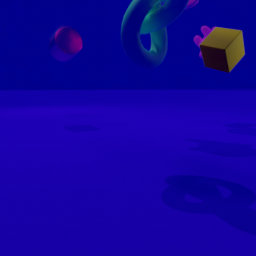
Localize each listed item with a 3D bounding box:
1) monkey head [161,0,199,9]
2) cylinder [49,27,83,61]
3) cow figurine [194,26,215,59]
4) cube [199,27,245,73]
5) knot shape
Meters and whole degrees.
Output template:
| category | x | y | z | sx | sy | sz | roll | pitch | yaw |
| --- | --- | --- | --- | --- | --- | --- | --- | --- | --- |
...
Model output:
| category | x | y | z | sx | sy | sz | roll | pitch | yaw |
| --- | --- | --- | --- | --- | --- | --- | --- | --- | --- |
| monkey head | 0.834 | -3.011 | 6.247 | 1.928 | 1.387 | 1.162 | 48 | 23 | 22 |
| cylinder | -1.863 | -2.481 | 8.357 | 0.820 | 0.820 | 0.820 | -4 | 1 | -27 |
| cow figurine | 2.753 | -2.594 | 8.934 | 1.426 | 1.404 | 0.783 | -16 | -26 | -37 |
| cube | 2.574 | -2.135 | 7.641 | 0.804 | 0.804 | 0.804 | -47 | 46 | -15 |
| knot shape | 0.339 | -1.601 | 3.476 | 0.676 | 1.463 | 1.369 | 12 | -31 | -5 |
